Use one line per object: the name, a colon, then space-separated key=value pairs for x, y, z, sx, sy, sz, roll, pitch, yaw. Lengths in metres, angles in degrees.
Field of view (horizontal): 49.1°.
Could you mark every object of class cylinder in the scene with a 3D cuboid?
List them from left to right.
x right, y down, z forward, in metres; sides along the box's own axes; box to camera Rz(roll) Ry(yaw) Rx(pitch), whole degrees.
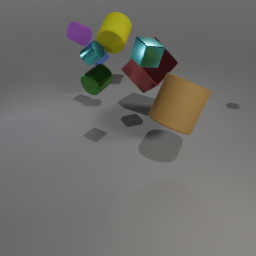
cylinder: x=-1.829 y=-3.548 z=10.534 sx=0.700 sy=0.700 sz=0.700 roll=30 pitch=40 yaw=19
cylinder: x=-1.369 y=-2.885 z=10.811 sx=0.700 sy=0.700 sz=0.700 roll=-27 pitch=16 yaw=34
cylinder: x=-0.924 y=-1.438 z=8.314 sx=0.700 sy=0.700 sz=0.700 roll=21 pitch=50 yaw=31
cylinder: x=-0.658 y=-4.567 z=13.492 sx=1.400 sy=1.400 sz=1.400 roll=9 pitch=58 yaw=14
cylinder: x=1.507 y=-0.725 z=8.276 sx=1.400 sy=1.400 sz=1.400 roll=22 pitch=13 yaw=-5

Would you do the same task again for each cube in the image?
cube: x=-1.479 y=-3.495 z=13.503 sx=0.700 sy=0.700 sz=0.700 roll=28 pitch=75 yaw=44
cube: x=0.600 y=-2.369 z=8.756 sx=0.700 sy=0.700 sz=0.700 roll=-5 pitch=40 yaw=-30
cube: x=0.847 y=-2.496 z=11.322 sx=1.400 sy=1.400 sz=1.400 roll=-48 pitch=11 yaw=-18
